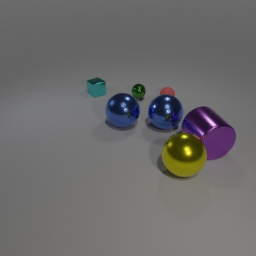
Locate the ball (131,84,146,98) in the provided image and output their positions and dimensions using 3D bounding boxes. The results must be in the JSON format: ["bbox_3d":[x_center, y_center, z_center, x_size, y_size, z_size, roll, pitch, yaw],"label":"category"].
[{"bbox_3d":[0.510,-1.764,13.359,0.700,0.700,0.700,0,32,0],"label":"ball"}]

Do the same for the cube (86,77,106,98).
[{"bbox_3d":[-1.569,-2.025,13.939,0.700,0.700,0.700,-24,39,-32],"label":"cube"}]

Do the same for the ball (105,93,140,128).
[{"bbox_3d":[-0.210,-0.708,11.206,1.400,1.400,1.400,0,32,0],"label":"ball"}]

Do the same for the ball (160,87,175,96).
[{"bbox_3d":[1.858,-1.595,13.227,0.700,0.700,0.700,0,32,0],"label":"ball"}]

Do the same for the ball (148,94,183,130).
[{"bbox_3d":[1.483,-0.636,11.082,1.400,1.400,1.400,0,32,0],"label":"ball"}]

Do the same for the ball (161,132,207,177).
[{"bbox_3d":[1.753,0.827,8.773,1.400,1.400,1.400,0,32,0],"label":"ball"}]

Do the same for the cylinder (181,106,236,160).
[{"bbox_3d":[2.797,0.154,9.839,1.400,1.400,1.400,-8,33,-13],"label":"cylinder"}]
